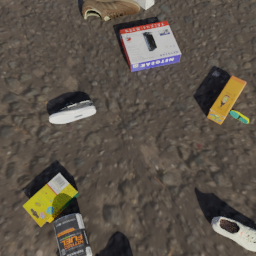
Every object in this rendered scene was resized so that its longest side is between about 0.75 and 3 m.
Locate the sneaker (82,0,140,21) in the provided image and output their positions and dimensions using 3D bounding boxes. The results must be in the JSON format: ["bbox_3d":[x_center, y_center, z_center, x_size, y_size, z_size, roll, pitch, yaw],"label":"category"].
[{"bbox_3d":[-0.853,-5.678,13.744,2.845,1.002,1.075,8,83,7],"label":"sneaker"}]

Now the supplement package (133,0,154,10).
[{"bbox_3d":[0.733,-6.690,14.252,0.617,0.641,1.127,-41,71,-17],"label":"supplement package"}]

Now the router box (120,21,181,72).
[{"bbox_3d":[0.992,-3.770,12.843,2.328,0.569,2.089,-14,64,-7],"label":"router box"}]

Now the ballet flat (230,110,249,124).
[{"bbox_3d":[4.548,-0.481,11.420,0.849,0.284,0.285,36,47,13],"label":"ballet flat"}]

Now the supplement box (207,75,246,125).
[{"bbox_3d":[4.045,-1.160,11.502,0.685,0.709,2.060,32,66,15],"label":"supplement box"}]

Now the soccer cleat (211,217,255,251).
[{"bbox_3d":[3.732,3.469,9.149,1.999,0.775,0.693,21,65,9],"label":"soccer cleat"}]

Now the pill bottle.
[{"bbox_3d":[-1.714,3.735,8.923,0.948,0.948,1.784,-19,66,-9],"label":"pill bottle"}]

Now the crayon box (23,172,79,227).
[{"bbox_3d":[-2.678,2.514,9.817,1.046,0.419,1.648,42,70,18],"label":"crayon box"}]

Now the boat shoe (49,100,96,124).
[{"bbox_3d":[-2.269,-0.703,11.283,1.882,0.675,0.638,-17,65,-11],"label":"boat shoe"}]
